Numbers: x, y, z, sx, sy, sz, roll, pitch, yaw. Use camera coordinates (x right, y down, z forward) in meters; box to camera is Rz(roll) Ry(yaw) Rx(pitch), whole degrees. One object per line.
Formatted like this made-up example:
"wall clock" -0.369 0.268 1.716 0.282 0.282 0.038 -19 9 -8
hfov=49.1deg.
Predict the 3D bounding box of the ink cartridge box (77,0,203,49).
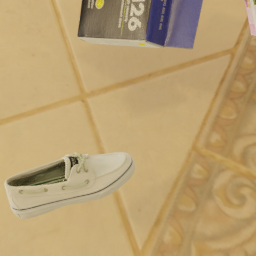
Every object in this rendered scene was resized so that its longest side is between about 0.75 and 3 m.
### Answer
"ink cartridge box" 0.225 -3.097 5.681 2.787 0.655 2.754 16 100 38

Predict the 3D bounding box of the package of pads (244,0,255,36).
"package of pads" 2.978 -3.117 5.508 1.374 0.862 2.280 -25 114 1

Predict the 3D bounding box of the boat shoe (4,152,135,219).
"boat shoe" -1.006 0.908 5.250 2.471 0.825 0.909 -22 38 -18
